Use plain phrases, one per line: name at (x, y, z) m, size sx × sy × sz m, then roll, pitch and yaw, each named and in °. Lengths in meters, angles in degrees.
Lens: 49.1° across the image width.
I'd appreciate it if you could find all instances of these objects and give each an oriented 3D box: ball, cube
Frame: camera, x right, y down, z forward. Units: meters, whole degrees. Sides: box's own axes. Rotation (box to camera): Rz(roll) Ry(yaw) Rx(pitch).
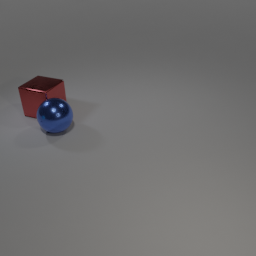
ball at (-2.876, -0.494, 11.051) m, size 1.400 × 1.400 × 1.400 m, roll 0°, pitch 33°, yaw 0°
cube at (-3.698, -1.331, 12.325) m, size 1.400 × 1.400 × 1.400 m, roll 12°, pitch 35°, yaw 17°
